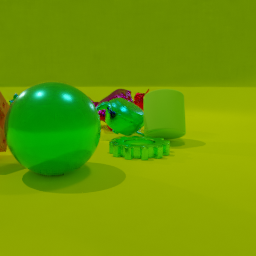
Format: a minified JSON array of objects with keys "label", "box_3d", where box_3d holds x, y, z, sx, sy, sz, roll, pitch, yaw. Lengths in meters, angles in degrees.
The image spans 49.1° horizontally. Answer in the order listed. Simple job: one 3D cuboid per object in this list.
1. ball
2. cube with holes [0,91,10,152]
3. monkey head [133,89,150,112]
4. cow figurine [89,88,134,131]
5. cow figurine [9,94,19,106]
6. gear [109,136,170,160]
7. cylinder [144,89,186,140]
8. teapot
[{"label":"ball","box_3d":[-1.102,0.012,4.207,1.390,1.390,1.390,0,9,0]},{"label":"cube with holes","box_3d":[-2.595,-0.139,4.774,0.854,0.854,0.854,-2,-30,-3]},{"label":"monkey head","box_3d":[0.597,-1.107,11.524,0.660,1.096,0.788,12,12,13]},{"label":"cow figurine","box_3d":[-0.596,-0.632,8.358,1.679,0.922,1.652,-38,30,10]},{"label":"cow figurine","box_3d":[-3.537,-0.793,10.725,1.744,0.957,1.716,7,8,20]},{"label":"gear","box_3d":[0.229,0.368,5.529,1.186,0.219,1.186,0,9,0]},{"label":"cylinder","box_3d":[0.828,-0.286,6.406,0.936,0.936,0.936,0,-16,0]},{"label":"teapot","box_3d":[-0.169,-0.238,6.865,1.673,0.819,1.040,26,18,-17]}]
